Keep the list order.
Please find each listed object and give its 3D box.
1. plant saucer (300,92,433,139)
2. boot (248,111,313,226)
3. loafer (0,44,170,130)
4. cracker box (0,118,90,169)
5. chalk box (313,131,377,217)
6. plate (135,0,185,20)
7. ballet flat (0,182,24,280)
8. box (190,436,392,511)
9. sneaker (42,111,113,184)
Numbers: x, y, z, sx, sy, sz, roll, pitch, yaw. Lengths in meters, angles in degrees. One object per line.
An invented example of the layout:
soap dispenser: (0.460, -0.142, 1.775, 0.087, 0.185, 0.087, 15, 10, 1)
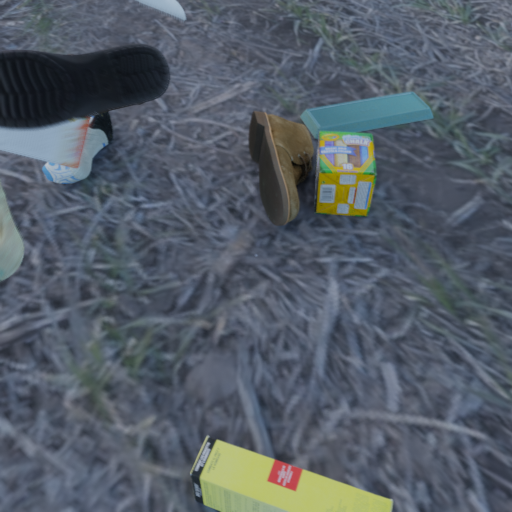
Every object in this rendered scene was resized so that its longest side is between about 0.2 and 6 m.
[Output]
plant saucer: (2.554, -3.279, 12.878, 2.938, 0.279, 1.027, -13, 46, -12)
boot: (0.630, -1.792, 10.834, 1.236, 1.206, 3.276, 4, 42, -11)
loafer: (-1.741, -1.514, 5.185, 1.850, 0.676, 0.657, -9, 9, -15)
cracker box: (-3.497, -2.108, 8.738, 0.478, 1.110, 1.658, 22, 8, 43)
chalk box: (1.671, -1.692, 10.707, 1.043, 1.048, 1.685, 4, 46, 4)
plate: (-2.116, -4.340, 8.944, 1.834, 0.296, 1.830, 13, 23, -27)
ballet flat: (-2.517, -0.716, 4.767, 0.663, 0.612, 1.964, -28, 80, -16)
box: (0.364, 2.785, 6.364, 2.191, 0.825, 0.549, 14, 46, 15)
sneaker: (-3.625, -2.382, 11.555, 0.909, 0.902, 2.509, -2, 40, 12)
